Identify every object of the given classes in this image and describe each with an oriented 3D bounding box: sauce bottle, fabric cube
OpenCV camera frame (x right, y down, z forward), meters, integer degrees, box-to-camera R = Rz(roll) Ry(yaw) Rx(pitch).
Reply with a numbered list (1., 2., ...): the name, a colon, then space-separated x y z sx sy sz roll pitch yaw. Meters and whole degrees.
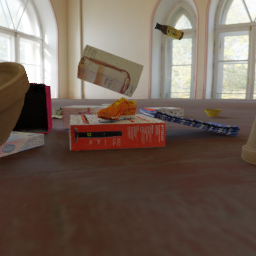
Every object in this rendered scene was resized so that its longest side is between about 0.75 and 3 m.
1. sauce bottle: 1.980 -4.695 13.571 1.449 0.478 0.478 16 5 -11
2. fabric cube: -3.442 -0.683 9.482 1.604 1.635 1.629 -2 8 -9

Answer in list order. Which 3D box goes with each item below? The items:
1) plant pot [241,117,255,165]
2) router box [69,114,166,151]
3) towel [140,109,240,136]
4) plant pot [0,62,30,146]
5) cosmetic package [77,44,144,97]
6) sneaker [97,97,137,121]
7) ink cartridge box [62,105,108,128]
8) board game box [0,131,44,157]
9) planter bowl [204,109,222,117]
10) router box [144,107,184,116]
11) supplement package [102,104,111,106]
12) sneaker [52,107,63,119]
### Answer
1. plant pot: 2.892 0.149 5.462 1.200 1.047 1.200 1 9 0
2. router box: -0.448 0.027 7.853 2.327 0.633 2.592 -1 8 -10
3. towel: 1.910 -0.270 9.098 2.799 0.334 2.026 12 5 -10
4. plant pot: -3.305 -0.238 5.560 2.905 1.341 2.905 -6 29 3
5. cosmetic package: -0.678 -2.057 10.328 2.212 0.965 1.144 18 -18 -6
6. sneaker: -0.294 -0.489 7.132 0.548 0.579 1.501 6 11 29
7. ink cartridge box: -1.347 -0.429 10.641 1.917 0.812 1.386 3 8 11
8. board game box: -3.071 0.339 6.708 1.477 0.322 1.484 3 8 22
9. planter bowl: 4.593 -0.813 15.171 0.941 0.392 0.941 -1 7 0
10. router box: 1.987 -0.908 15.737 1.723 0.421 1.547 -3 8 -22
11. supplement package: -0.777 -0.775 13.480 0.788 0.754 0.580 3 8 24
12. sneaker: -3.310 -0.810 14.357 0.515 0.594 1.340 5 9 36
